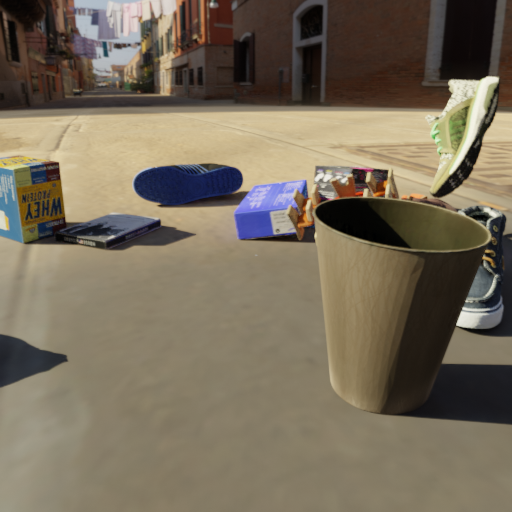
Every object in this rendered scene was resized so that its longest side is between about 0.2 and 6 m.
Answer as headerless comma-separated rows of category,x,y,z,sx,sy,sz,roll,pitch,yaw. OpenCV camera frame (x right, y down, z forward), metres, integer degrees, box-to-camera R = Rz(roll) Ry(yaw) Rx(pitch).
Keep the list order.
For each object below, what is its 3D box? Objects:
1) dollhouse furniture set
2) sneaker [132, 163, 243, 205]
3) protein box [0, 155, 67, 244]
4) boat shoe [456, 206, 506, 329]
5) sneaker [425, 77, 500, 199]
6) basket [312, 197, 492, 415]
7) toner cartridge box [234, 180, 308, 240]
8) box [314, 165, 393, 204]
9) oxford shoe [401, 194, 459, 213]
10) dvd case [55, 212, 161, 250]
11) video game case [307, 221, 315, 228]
dollhouse furniture set,1.535,-0.559,9.780,1.837,0.946,1.817,-10,36,25
sneaker,-1.882,-1.940,14.963,2.970,1.042,1.157,-5,10,-22
protein box,-4.987,-1.239,11.849,1.564,1.552,1.055,14,23,34
boat shoe,3.272,0.058,8.528,0.974,1.250,2.753,7,20,19
sneaker,4.103,-2.527,11.797,1.230,2.776,1.068,23,-6,31
basket,1.395,0.544,5.891,1.770,1.963,1.335,17,29,34
toner cartridge box,0.428,-1.101,12.654,1.349,0.613,2.840,-4,18,11
box,2.352,-1.663,13.665,1.743,1.000,1.151,-6,15,-44
oxford shoe,3.295,-0.547,10.515,1.195,1.173,3.295,11,21,20
dvd case,-3.113,-0.564,11.942,1.369,0.225,1.822,9,21,26
video game case,1.931,-0.825,12.813,1.811,0.161,1.296,7,21,18
